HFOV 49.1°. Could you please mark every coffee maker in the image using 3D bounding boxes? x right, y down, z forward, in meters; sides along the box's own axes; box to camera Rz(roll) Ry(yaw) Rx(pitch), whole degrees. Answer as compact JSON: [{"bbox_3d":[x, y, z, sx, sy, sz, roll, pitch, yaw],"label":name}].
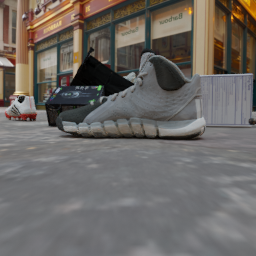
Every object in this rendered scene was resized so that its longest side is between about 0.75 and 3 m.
[{"bbox_3d":[-0.868,-1.521,10.467,2.293,1.545,2.203,30,-10,-11],"label":"coffee maker"}]

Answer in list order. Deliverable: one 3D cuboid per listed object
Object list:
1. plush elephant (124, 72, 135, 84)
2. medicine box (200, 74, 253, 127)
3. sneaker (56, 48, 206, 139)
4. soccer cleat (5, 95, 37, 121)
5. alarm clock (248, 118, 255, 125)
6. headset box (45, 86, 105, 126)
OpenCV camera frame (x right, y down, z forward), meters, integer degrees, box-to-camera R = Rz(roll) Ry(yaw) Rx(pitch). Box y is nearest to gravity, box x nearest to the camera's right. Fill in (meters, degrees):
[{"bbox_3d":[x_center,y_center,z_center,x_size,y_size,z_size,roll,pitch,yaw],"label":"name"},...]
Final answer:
[{"bbox_3d":[0.136,-1.408,12.581,2.657,2.057,2.188,-4,9,-35],"label":"plush elephant"},{"bbox_3d":[2.789,-0.796,8.337,1.641,1.495,0.845,1,4,15],"label":"medicine box"},{"bbox_3d":[0.019,-0.654,5.324,2.832,1.636,1.063,1,4,10],"label":"sneaker"},{"bbox_3d":[-4.834,-0.907,12.602,0.910,1.129,2.651,-3,6,-40],"label":"soccer cleat"},{"bbox_3d":[2.287,0.039,2.734,1.891,0.630,1.276,1,3,36],"label":"alarm clock"},{"bbox_3d":[-1.517,-0.713,8.757,1.674,0.777,1.458,1,30,4],"label":"headset box"}]
